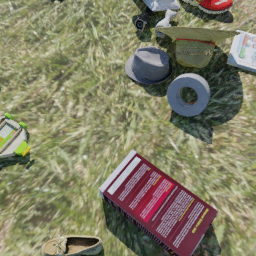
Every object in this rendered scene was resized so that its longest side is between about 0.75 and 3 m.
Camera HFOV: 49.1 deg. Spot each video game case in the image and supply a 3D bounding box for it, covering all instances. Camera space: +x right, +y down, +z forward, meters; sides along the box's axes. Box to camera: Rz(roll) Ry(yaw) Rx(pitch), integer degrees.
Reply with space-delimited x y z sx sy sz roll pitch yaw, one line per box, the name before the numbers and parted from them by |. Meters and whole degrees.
video game case | 4.694 -2.867 10.574 1.571 0.205 1.726 19 64 10

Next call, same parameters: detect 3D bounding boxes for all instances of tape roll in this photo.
tape roll | 1.939 -1.058 8.981 1.325 1.325 0.438 25 34 13

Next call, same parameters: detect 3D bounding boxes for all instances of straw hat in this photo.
straw hat | 2.344 -2.773 9.887 2.946 2.946 1.247 4 104 2

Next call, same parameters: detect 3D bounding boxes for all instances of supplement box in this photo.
supplement box | 0.771 2.065 7.625 2.821 0.859 1.535 35 67 18

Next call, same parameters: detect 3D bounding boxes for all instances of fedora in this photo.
fedora | 0.771 -2.365 9.985 1.747 0.789 1.545 27 66 13

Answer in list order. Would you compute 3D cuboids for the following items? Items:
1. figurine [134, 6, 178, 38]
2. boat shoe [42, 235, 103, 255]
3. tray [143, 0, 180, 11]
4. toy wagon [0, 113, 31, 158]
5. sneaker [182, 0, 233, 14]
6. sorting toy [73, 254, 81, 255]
figurine | 1.171 -4.393 11.197 1.431 0.616 1.396 22 60 10
boat shoe | -1.461 3.034 7.282 1.585 0.497 0.581 -6 52 -6
tray | 0.988 -6.004 11.941 1.514 0.313 2.820 -17 62 -28
toy wagon | -3.786 0.382 8.798 1.810 0.358 1.404 29 66 14
sneaker | 3.158 -5.499 11.483 2.415 1.025 0.930 25 65 13
sorting toy | -1.414 3.564 7.257 0.553 0.134 0.982 -35 67 -17
